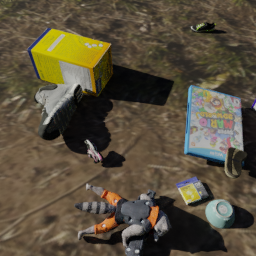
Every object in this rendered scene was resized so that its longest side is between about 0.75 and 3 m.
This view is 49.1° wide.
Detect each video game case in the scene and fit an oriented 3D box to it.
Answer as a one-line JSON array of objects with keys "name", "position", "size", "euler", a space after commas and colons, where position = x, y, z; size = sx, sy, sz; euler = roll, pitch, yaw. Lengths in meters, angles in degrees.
[{"name": "video game case", "position": [2.996, -0.132, 9.676], "size": [1.973, 0.245, 2.757], "euler": [14, 59, -5]}]

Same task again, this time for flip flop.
[{"name": "flip flop", "position": [3.247, 1.082, 8.572], "size": [0.615, 0.437, 1.518], "euler": [21, 38, 15]}]

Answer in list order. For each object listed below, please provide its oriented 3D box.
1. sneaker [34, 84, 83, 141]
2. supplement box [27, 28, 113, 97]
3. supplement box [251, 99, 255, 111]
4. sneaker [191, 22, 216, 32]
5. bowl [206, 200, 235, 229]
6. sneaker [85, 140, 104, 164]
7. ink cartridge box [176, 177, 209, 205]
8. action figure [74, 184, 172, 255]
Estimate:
[{"name": "sneaker", "position": [-2.867, -0.689, 10.160], "size": [1.601, 1.040, 2.772], "euler": [12, 44, 14]}, {"name": "supplement box", "position": [-2.201, -2.631, 11.138], "size": [2.834, 1.543, 1.552], "euler": [18, 56, 13]}, {"name": "supplement box", "position": [5.511, -0.722, 10.190], "size": [0.825, 0.807, 1.596], "euler": [-34, 61, -22]}, {"name": "sneaker", "position": [3.642, -4.932, 13.501], "size": [1.178, 0.488, 0.423], "euler": [0, 54, 0]}, {"name": "bowl", "position": [2.725, 2.421, 8.104], "size": [0.849, 0.444, 0.849], "euler": [1, 54, -1]}, {"name": "sneaker", "position": [-1.184, 0.783, 9.124], "size": [0.381, 0.355, 0.883], "euler": [-37, 78, 4]}, {"name": "ink cartridge box", "position": [1.979, 1.905, 8.657], "size": [0.744, 0.177, 0.753], "euler": [-18, 57, -12]}, {"name": "action figure", "position": [-0.124, 2.625, 7.445], "size": [2.523, 1.364, 2.608], "euler": [1, 54, 12]}]
